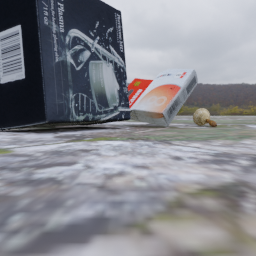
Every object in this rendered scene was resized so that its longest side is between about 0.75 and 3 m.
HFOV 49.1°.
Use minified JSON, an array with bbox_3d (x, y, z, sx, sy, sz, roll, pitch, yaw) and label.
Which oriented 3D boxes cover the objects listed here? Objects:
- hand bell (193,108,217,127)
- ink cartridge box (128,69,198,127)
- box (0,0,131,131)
[{"bbox_3d":[2.263,-0.206,7.906,0.532,0.532,1.021,0,14,-7],"label":"hand bell"},{"bbox_3d":[0.577,-1.043,8.248,2.373,0.595,1.924,14,53,37],"label":"ink cartridge box"},{"bbox_3d":[-1.495,-1.489,6.458,1.801,2.907,2.857,-5,0,31],"label":"box"}]
